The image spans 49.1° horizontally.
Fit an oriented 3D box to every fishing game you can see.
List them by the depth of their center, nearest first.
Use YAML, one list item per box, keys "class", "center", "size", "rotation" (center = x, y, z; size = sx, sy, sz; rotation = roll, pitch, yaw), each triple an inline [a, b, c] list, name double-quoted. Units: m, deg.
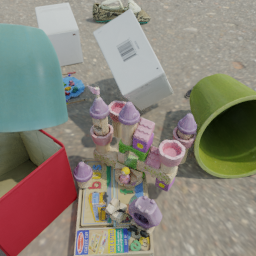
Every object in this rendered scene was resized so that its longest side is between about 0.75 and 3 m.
- class: "fishing game"
  center: [-2.352, -1.565, 10.484]
  size: [1.440, 0.313, 2.011]
  rotation: [-10, 46, -13]

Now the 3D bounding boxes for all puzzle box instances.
- class: "puzzle box"
  center: [-0.371, 1.919, 7.174]
  size: [1.807, 0.345, 2.717]
  rotation: [-2, 47, -2]

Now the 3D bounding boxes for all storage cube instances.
- class: "storage cube"
  center: [-2.775, 1.247, 6.546]
  size: [2.087, 2.195, 2.442]
  rotation: [30, 55, 25]

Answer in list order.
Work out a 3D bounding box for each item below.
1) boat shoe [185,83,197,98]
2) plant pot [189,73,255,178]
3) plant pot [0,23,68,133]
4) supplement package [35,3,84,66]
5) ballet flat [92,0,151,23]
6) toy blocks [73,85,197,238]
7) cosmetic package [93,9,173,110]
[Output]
- class: "boat shoe"
  center: [2.412, -1.414, 10.374]
  size: [0.309, 0.266, 0.849]
  rotation: [33, 55, 27]
- class: "plant pot"
  center: [2.870, -0.350, 8.142]
  size: [2.638, 2.638, 2.505]
  rotation: [-4, 34, -4]
- class: "plant pot"
  center: [-2.912, -1.275, 6.793]
  size: [2.798, 2.245, 2.798]
  rotation: [1, 13, 0]
- class: "supplement package"
  center: [-2.940, -3.989, 11.933]
  size: [1.535, 1.530, 2.617]
  rotation: [-13, 48, -11]
- class: "ballet flat"
  center: [-0.331, -5.875, 13.991]
  size: [2.979, 1.122, 1.010]
  rotation: [3, 46, 3]
- class: "toy blocks"
  center: [0.097, 0.409, 6.719]
  size: [2.638, 2.376, 2.823]
  rotation: [22, 50, 19]
- class: "cosmetic package"
  center: [0.255, -1.997, 8.886]
  size: [1.378, 2.241, 2.234]
  rotation: [-28, 76, 12]
